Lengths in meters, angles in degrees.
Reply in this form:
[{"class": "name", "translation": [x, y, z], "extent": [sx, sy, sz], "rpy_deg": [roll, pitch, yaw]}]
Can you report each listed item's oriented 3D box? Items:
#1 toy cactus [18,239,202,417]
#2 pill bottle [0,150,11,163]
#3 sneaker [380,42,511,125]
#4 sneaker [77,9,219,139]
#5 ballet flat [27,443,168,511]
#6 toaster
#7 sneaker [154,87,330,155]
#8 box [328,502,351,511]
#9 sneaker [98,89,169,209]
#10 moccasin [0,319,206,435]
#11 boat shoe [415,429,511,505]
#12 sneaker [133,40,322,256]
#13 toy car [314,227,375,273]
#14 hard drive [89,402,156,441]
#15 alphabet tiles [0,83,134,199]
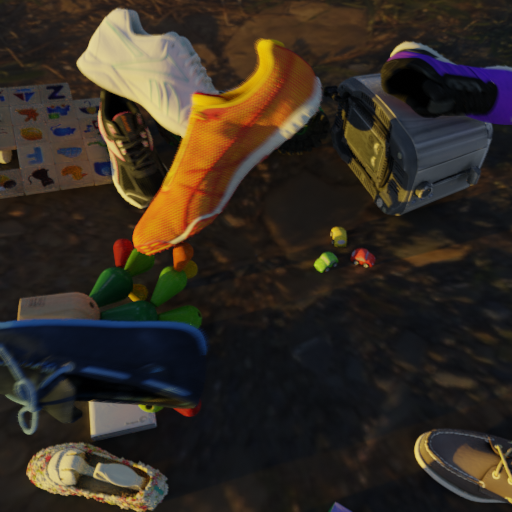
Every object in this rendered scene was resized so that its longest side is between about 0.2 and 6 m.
[{"class": "toy cactus", "translation": [-1.826, 0.789, 7.332], "extent": [2.377, 1.473, 2.881], "rpy_deg": [4, 50, -19]}, {"class": "pill bottle", "translation": [-4.851, -1.869, 10.145], "extent": [0.706, 0.402, 0.402], "rpy_deg": [4, 53, 3]}, {"class": "sneaker", "translation": [2.885, -2.320, 8.137], "extent": [2.378, 0.827, 1.183], "rpy_deg": [23, 44, 19]}, {"class": "sneaker", "translation": [-1.232, -2.677, 8.692], "extent": [3.182, 1.275, 1.119], "rpy_deg": [33, 17, 2]}, {"class": "ballet flat", "translation": [-1.925, 2.567, 6.696], "extent": [1.791, 0.572, 0.677], "rpy_deg": [8, 54, 6]}, {"class": "toaster", "translation": [2.560, -2.103, 9.584], "extent": [1.869, 1.644, 2.894], "rpy_deg": [-15, 50, -16]}, {"class": "sneaker", "translation": [-0.310, -2.543, 10.323], "extent": [3.132, 1.222, 1.334], "rpy_deg": [-1, 45, -12]}, {"class": "box", "translation": [0.865, 3.826, 5.806], "extent": [1.199, 0.494, 2.043], "rpy_deg": [25, 58, 18]}, {"class": "sneaker", "translation": [-2.163, -1.892, 9.458], "extent": [0.949, 1.020, 2.363], "rpy_deg": [-27, 71, -16]}, {"class": "moccasin", "translation": [-1.638, 1.046, 4.918], "extent": [2.411, 0.970, 0.822], "rpy_deg": [-3, 61, -6]}, {"class": "boat shoe", "translation": [3.092, 2.580, 6.600], "extent": [2.334, 0.695, 0.839], "rpy_deg": [20, 56, 14]}, {"class": "sneaker", "translation": [-0.626, -1.406, 7.444], "extent": [3.310, 1.277, 1.208], "rpy_deg": [-48, 23, 8]}, {"class": "toy car", "translation": [1.311, -0.038, 8.882], "extent": [0.884, 0.210, 0.940], "rpy_deg": [-31, 58, -21]}, {"class": "hard drive", "translation": [-1.835, 1.783, 7.539], "extent": [0.817, 0.165, 1.238], "rpy_deg": [-11, 54, -8]}, {"class": "alphabet tiles", "translation": [-3.810, -2.236, 10.271], "extent": [3.445, 0.130, 2.880], "rpy_deg": [-11, 55, -19]}]
